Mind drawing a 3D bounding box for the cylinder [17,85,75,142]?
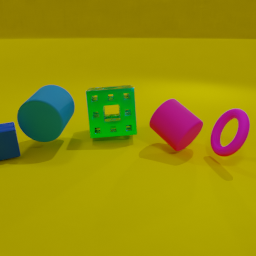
[{"bbox_3d":[-2.080,-0.398,7.260,1.153,1.153,1.153,2,27,5],"label":"cylinder"}]

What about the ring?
[{"bbox_3d":[2.292,0.100,6.365,0.231,1.154,1.154,21,15,-16],"label":"ring"}]

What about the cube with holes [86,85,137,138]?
[{"bbox_3d":[-0.464,-0.516,8.037,1.272,1.272,1.272,-5,12,-3],"label":"cube with holes"}]

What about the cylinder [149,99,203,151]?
[{"bbox_3d":[1.210,-0.077,7.081,0.978,0.978,0.978,-19,54,-43],"label":"cylinder"}]

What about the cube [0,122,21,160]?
[{"bbox_3d":[-3.046,0.322,6.769,0.701,0.701,0.701,-11,20,-22],"label":"cube"}]
